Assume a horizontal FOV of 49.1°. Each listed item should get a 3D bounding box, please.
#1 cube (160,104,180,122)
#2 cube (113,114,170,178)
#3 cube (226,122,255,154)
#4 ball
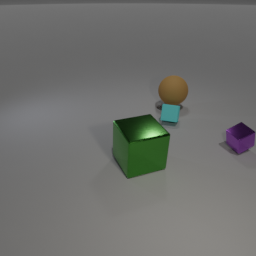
[{"bbox_3d":[1.845,-0.643,12.152,0.700,0.700,0.700,9,5,14],"label":"cube"},{"bbox_3d":[0.384,0.553,9.194,1.400,1.400,1.400,-11,34,-20],"label":"cube"},{"bbox_3d":[4.016,0.351,10.016,0.700,0.700,0.700,-26,40,-10],"label":"cube"},{"bbox_3d":[2.128,-1.767,13.193,1.400,1.400,1.400,0,27,0],"label":"ball"}]
